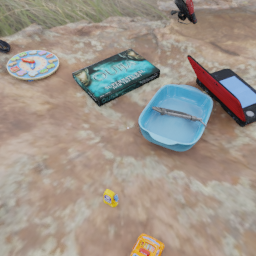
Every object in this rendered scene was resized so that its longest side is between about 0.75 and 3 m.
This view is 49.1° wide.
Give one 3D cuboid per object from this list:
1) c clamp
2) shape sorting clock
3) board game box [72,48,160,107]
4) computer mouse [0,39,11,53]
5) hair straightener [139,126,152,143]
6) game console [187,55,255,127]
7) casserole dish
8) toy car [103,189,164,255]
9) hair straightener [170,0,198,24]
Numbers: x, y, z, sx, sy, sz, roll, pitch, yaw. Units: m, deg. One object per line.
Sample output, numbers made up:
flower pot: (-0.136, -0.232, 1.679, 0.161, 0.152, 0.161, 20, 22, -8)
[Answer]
c clamp: (1.243, -0.352, 7.043, 1.272, 0.172, 1.086, 12, 14, -3)
shape sorting clock: (-3.064, -2.086, 9.060, 1.635, 0.321, 1.635, 0, 49, 0)
board game box: (-0.361, -1.648, 8.676, 2.278, 0.321, 1.541, -29, 55, -24)
computer mouse: (-4.949, -3.396, 10.234, 0.729, 0.423, 2.488, -17, 54, -36)
hair straightener: (0.662, 0.176, 7.134, 1.052, 0.215, 0.405, 34, 57, 21)
game console: (2.849, -1.216, 7.671, 1.840, 1.267, 2.135, -21, 52, -17)
casserole dish: (1.247, -0.280, 7.212, 1.540, 0.493, 2.542, 20, 43, 16)
toy car: (-0.100, 1.981, 5.306, 0.903, 0.613, 1.841, -37, 59, -28)
hair straightener: (1.296, -2.751, 6.554, 0.555, 0.295, 1.442, 13, 6, 22)
